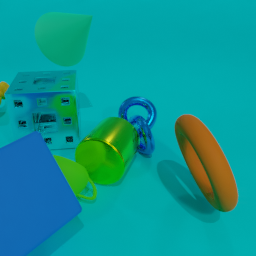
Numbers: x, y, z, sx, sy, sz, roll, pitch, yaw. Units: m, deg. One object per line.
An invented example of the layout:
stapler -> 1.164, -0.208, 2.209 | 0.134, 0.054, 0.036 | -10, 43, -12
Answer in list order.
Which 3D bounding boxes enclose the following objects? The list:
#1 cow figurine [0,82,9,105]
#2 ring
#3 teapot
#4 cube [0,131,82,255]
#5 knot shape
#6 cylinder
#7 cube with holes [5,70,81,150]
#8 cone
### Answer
cow figurine -> -3.641, -0.747, 7.620 | 0.612, 1.114, 1.097 | 43, 11, -4
ring -> 1.173, 0.530, 4.358 | 0.321, 1.605, 1.605 | -24, 33, -1
teapot -> -1.192, 0.884, 4.788 | 1.432, 0.890, 0.701 | 19, 69, 3
cube -> -1.619, 0.942, 3.734 | 1.230, 1.230, 1.230 | -32, 7, -39
knot shape -> 0.165, -0.089, 6.140 | 1.307, 1.223, 0.604 | 9, -4, 45
cylinder -> -0.370, 0.413, 5.400 | 0.984, 0.984, 0.984 | 10, 29, 16
cube with holes -> -1.839, -0.445, 6.478 | 1.376, 1.376, 1.376 | -4, 29, -7
cone -> -1.156, -2.189, 6.174 | 1.320, 1.320, 1.325 | -29, 12, -40
